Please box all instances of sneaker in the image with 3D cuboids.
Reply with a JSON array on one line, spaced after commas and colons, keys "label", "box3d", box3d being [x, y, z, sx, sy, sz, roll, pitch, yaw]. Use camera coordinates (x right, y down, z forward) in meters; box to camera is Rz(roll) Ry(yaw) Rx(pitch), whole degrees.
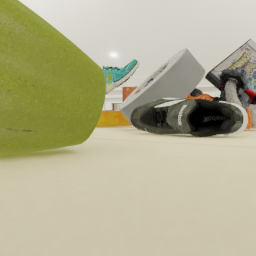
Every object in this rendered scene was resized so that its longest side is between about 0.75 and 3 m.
[{"label": "sneaker", "box3d": [0.814, -0.188, 4.310, 1.881, 0.625, 0.851, 3, 0, 26]}, {"label": "sneaker", "box3d": [-0.583, -1.727, 9.374, 2.187, 0.871, 0.848, -32, 9, -4]}]

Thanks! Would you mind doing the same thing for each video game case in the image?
[{"label": "video game case", "box3d": [3.594, -1.369, 7.872, 2.224, 2.010, 0.284, -38, -15, -25]}]

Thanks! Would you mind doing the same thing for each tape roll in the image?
[{"label": "tape roll", "box3d": [0.739, -0.878, 6.361, 2.017, 0.666, 2.017, -41, 10, 8]}]

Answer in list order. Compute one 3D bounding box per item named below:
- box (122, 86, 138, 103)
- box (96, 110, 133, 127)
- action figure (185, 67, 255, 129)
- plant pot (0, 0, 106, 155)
[{"label": "box", "box3d": [0.957, -0.740, 9.490, 2.138, 1.330, 1.042, 0, 3, 16]}, {"label": "box", "box3d": [-1.124, -0.275, 8.318, 2.636, 0.547, 1.569, -6, 5, -40]}, {"label": "action figure", "box3d": [2.062, -0.318, 6.658, 2.405, 1.300, 2.486, 9, -20, 30]}, {"label": "plant pot", "box3d": [-0.972, -0.347, 2.014, 1.496, 1.400, 1.400, 16, -6, -31]}]
